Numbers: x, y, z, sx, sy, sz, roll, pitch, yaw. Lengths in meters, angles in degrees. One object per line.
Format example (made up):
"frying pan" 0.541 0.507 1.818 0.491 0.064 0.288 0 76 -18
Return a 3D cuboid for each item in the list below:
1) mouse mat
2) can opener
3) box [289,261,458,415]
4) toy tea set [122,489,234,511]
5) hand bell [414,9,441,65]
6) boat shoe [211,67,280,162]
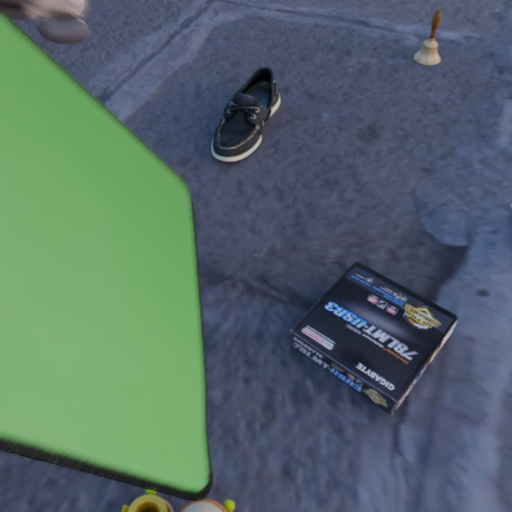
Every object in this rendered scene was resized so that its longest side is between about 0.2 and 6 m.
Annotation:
"mouse mat" -1.163 -0.075 4.005 0.121 2.576 3.201 -25 49 21
"can opener" -3.385 -3.557 8.142 2.174 0.580 0.727 -21 81 -52
"box" 1.597 1.033 7.656 1.676 0.416 1.663 32 54 26
"toy tea set" -0.934 3.237 5.368 1.246 0.775 2.095 5 48 5
"hand bell" 3.979 -4.989 12.660 0.603 1.157 0.603 0 47 0
"boat shoe" -0.169 -2.841 10.893 0.955 0.847 2.555 20 51 18
